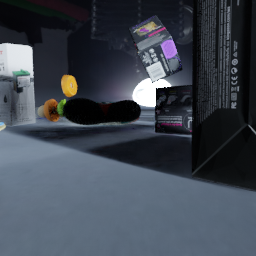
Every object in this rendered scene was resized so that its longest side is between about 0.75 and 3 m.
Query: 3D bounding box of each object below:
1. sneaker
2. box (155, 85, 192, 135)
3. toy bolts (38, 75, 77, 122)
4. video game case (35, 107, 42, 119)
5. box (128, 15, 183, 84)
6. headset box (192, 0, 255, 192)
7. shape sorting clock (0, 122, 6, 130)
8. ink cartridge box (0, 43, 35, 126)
[{"bbox_3d":[-0.828,-0.427,9.191,2.531,0.891,1.183,0,-11,3],"label":"sneaker"},{"bbox_3d":[1.570,-0.393,6.399,1.199,1.041,1.814,2,3,40],"label":"box"},{"bbox_3d":[-2.747,-1.058,11.677,1.386,1.909,1.998,-5,-15,18],"label":"toy bolts"},{"bbox_3d":[-5.841,-0.732,13.491,2.608,0.593,2.363,4,5,41],"label":"video game case"},{"bbox_3d":[1.023,-3.127,10.980,1.306,1.505,2.463,-23,38,9],"label":"box"},{"bbox_3d":[1.827,-0.603,2.809,2.698,2.005,1.012,-5,7,-42],"label":"headset box"},{"bbox_3d":[-3.414,0.010,6.147,1.339,0.263,1.339,3,9,0],"label":"shape sorting clock"},{"bbox_3d":[-4.093,-1.385,9.150,1.839,2.518,1.062,2,8,26],"label":"ink cartridge box"}]
